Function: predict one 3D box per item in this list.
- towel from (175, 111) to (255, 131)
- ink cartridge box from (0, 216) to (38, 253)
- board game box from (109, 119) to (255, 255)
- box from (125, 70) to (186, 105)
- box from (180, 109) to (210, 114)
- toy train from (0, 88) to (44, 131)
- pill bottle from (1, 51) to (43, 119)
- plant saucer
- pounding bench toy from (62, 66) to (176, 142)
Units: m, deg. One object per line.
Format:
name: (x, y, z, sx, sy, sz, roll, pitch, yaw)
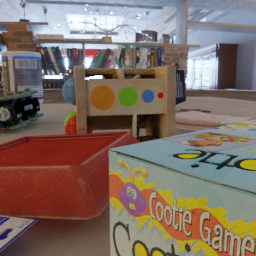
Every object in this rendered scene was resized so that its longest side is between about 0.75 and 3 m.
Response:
towel: (2.464, -0.211, 8.221, 2.245, 0.379, 2.350, 7, 9, 30)
ink cartridge box: (-1.506, 0.911, 2.295, 1.352, 0.251, 0.640, 0, 9, 14)
board game box: (1.008, 0.568, 1.806, 2.064, 1.063, 1.082, -8, 13, -40)
box: (0.932, -1.566, 11.975, 2.302, 1.352, 2.264, -1, -6, -15)
box: (2.730, -0.627, 11.433, 0.890, 0.223, 0.896, -4, 11, -19)
toy train: (-3.568, -0.502, 8.469, 1.519, 1.136, 2.665, -12, 12, 2)
pill bottle: (-3.814, -1.524, 10.221, 1.361, 2.393, 1.361, 0, 11, 0)
plant saucer: (-1.124, 0.445, 3.788, 2.419, 0.444, 2.414, -4, 8, 16)
pounding bench toy: (-0.379, -0.505, 6.370, 2.096, 1.669, 2.687, -2, 10, -11)
